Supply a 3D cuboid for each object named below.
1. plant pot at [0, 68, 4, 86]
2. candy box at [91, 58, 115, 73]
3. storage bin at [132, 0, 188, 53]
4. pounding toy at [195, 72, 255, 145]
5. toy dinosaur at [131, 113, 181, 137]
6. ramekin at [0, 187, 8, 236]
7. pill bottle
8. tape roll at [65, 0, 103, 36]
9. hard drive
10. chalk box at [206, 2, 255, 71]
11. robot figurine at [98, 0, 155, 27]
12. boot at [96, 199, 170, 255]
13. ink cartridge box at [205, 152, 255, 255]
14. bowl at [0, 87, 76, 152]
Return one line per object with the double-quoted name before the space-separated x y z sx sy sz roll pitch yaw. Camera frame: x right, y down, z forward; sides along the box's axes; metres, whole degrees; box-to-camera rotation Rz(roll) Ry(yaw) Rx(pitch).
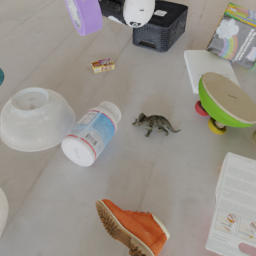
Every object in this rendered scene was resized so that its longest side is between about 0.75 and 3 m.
"plant pot" -3.342 -1.341 6.333 0.814 0.765 0.814 1 63 -3
"candy box" -1.015 -2.518 11.276 0.852 0.240 0.497 -15 48 -12
"storage bin" 1.472 -4.695 12.745 1.751 1.214 2.590 22 49 20
"pounding toy" 3.069 -0.427 8.792 2.727 1.265 2.105 31 40 -8
"toy dinosaur" 0.874 -0.151 8.705 1.582 0.609 0.809 -2 52 2
"ramekin" -3.882 2.110 5.336 2.858 1.393 2.858 14 25 -7
"pill bottle" -0.974 0.095 8.139 1.049 1.049 1.929 20 48 18
"tape roll" -1.005 -2.656 6.253 0.456 1.073 1.073 -26 51 -13
"hard drive" 3.201 -2.250 10.937 1.677 0.334 2.544 0 45 0
"chalk box" 4.734 -3.508 11.045 2.621 1.631 1.623 27 45 7
"robot figurine" -0.162 -3.863 8.563 2.036 1.270 1.530 30 80 23
"boot" 0.079 2.169 6.447 1.832 0.687 0.982 37 50 24
"ink cartridge box" 3.147 2.051 6.620 2.197 0.679 2.709 17 55 16
"bowl" -2.907 -0.517 8.730 2.418 1.087 2.418 0 45 0
